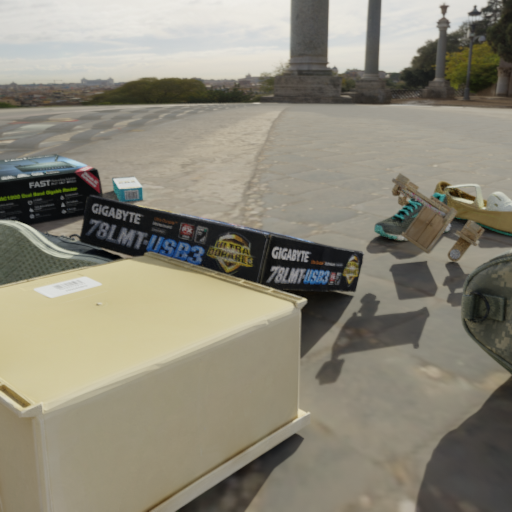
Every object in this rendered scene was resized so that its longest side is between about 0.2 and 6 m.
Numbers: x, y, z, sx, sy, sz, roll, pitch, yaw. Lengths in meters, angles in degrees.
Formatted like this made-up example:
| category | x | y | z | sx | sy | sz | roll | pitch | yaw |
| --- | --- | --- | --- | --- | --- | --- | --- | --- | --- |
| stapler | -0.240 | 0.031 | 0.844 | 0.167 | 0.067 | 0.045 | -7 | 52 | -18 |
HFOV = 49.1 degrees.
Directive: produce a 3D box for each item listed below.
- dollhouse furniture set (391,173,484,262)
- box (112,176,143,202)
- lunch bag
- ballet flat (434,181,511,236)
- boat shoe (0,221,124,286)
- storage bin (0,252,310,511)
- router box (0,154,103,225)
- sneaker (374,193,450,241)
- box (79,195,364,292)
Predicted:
| category | x | y | z | sx | sy | sz | roll | pitch | yaw |
| --- | --- | --- | --- | --- | --- | --- | --- | --- | --- |
| dollhouse furniture set | 3.048 | -0.537 | 9.878 | 1.658 | 0.950 | 1.945 | 37 | 14 | 18 |
| box | -3.629 | -1.892 | 15.749 | 0.644 | 0.385 | 1.565 | -7 | 20 | -19 |
| lunch bag | 4.076 | 0.488 | 6.501 | 2.895 | 2.017 | 2.428 | -15 | 24 | -40 |
| ballet flat | 5.178 | -1.139 | 12.867 | 0.963 | 0.884 | 2.805 | -13 | 24 | -33 |
| boat shoe | -3.038 | 0.234 | 8.591 | 3.192 | 1.191 | 0.994 | 14 | 3 | 23 |
| storage bin | -1.506 | 1.076 | 5.481 | 2.945 | 1.390 | 2.966 | 14 | 20 | 40 |
| router box | -6.059 | -1.600 | 13.764 | 3.691 | 1.147 | 2.766 | -15 | 25 | -37 |
| sneaker | 3.376 | -0.903 | 12.128 | 2.034 | 0.928 | 0.789 | -12 | 23 | -30 |
| box | -0.406 | -0.116 | 8.593 | 3.209 | 0.797 | 3.185 | 13 | 4 | 32 |
